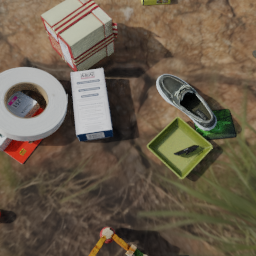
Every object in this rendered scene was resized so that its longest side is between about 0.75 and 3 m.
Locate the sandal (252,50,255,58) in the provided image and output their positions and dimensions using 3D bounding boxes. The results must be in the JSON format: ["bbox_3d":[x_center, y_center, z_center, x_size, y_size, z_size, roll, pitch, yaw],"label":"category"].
[{"bbox_3d":[5.314,-2.838,11.222,0.323,0.216,0.790,-24,70,-9],"label":"sandal"}]

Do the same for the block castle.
[{"bbox_3d":[-0.095,4.167,7.922,2.516,1.180,1.681,33,67,10],"label":"block castle"}]

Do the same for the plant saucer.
[{"bbox_3d":[1.769,0.694,9.703,1.649,0.395,1.647,-42,74,-15],"label":"plant saucer"}]

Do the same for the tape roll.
[{"bbox_3d":[-3.547,-0.884,9.896,2.791,0.510,2.791,7,64,-15],"label":"tape roll"}]

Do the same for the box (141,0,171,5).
[{"bbox_3d":[1.224,-5.714,12.327,1.257,0.315,0.473,-5,68,-1],"label":"box"}]

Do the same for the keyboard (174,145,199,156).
[{"bbox_3d":[2.020,0.805,9.544,0.858,0.446,0.170,-21,97,-11],"label":"keyboard"}]

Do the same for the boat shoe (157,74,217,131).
[{"bbox_3d":[2.096,-1.108,9.988,1.009,0.993,2.800,-44,68,-4],"label":"boat shoe"}]

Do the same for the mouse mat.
[{"bbox_3d":[3.141,-0.129,10.228,1.442,0.054,1.161,-6,68,-1],"label":"mouse mat"}]

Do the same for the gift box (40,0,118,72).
[{"bbox_3d":[-1.656,-3.634,10.475,2.151,2.304,2.126,-39,78,-16],"label":"gift box"}]

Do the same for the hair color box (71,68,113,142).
[{"bbox_3d":[-1.313,-0.858,10.128,1.252,0.758,2.504,-8,68,-3],"label":"hair color box"}]

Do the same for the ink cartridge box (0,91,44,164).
[{"bbox_3d":[-3.878,-0.074,9.988,1.849,0.464,2.130,30,71,13],"label":"ink cartridge box"}]
